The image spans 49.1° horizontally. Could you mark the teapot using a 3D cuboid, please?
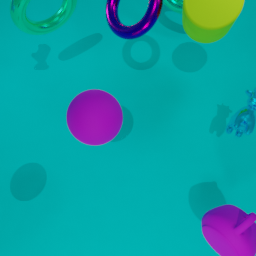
[{"bbox_3d":[1.984,1.960,5.359,0.863,1.763,1.096,-34,67,-22],"label":"teapot"}]

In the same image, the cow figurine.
[{"bbox_3d":[2.661,-0.332,6.267,0.566,1.031,1.015,26,78,4],"label":"cow figurine"}]

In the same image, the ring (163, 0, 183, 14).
[{"bbox_3d":[1.729,-4.394,8.372,2.078,2.078,0.416,27,58,14],"label":"ring"}]

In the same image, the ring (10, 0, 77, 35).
[{"bbox_3d":[-2.078,-3.083,7.048,1.808,1.808,0.362,-32,76,-16],"label":"ring"}]

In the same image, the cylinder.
[{"bbox_3d":[1.839,-2.648,6.276,1.215,1.215,1.215,1,93,10],"label":"cylinder"}]

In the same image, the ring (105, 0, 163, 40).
[{"bbox_3d":[0.110,-2.866,6.537,1.562,0.312,1.562,1,92,35],"label":"ring"}]

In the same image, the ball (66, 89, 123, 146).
[{"bbox_3d":[-0.710,-0.226,6.020,1.204,1.204,1.204,0,61,0],"label":"ball"}]
